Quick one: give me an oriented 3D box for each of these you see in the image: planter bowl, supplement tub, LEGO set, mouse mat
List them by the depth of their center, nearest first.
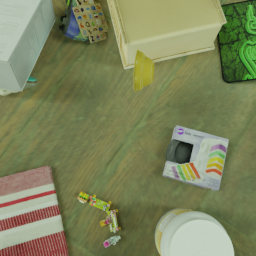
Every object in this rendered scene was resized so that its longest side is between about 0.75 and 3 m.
[{"bbox_3d":[0.383,-1.272,6.313,0.398,0.955,0.955,5,77,9],"label":"planter bowl"},{"bbox_3d":[1.457,2.690,6.506,1.519,2.104,1.519,0,77,0],"label":"supplement tub"},{"bbox_3d":[-0.681,2.263,7.371,0.759,0.614,1.649,-33,79,-7],"label":"LEGO set"},{"bbox_3d":[3.855,-2.728,8.493,2.160,0.101,2.684,-6,77,14],"label":"mouse mat"}]

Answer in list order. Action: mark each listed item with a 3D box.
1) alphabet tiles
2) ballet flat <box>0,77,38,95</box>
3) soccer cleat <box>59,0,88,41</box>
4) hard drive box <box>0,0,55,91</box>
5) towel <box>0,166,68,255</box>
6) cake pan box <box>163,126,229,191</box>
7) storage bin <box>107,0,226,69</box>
[{"bbox_3d":[-1.101,-3.261,8.439,1.074,0.041,1.291,-31,109,-39],"label":"alphabet tiles"},{"bbox_3d":[-3.810,-1.358,8.217,2.385,0.804,0.760,15,106,4],"label":"ballet flat"},{"bbox_3d":[-1.407,-3.843,8.798,1.036,0.800,2.476,19,72,-26],"label":"soccer cleat"},{"bbox_3d":[-3.656,-2.686,7.787,2.324,1.145,2.982,11,59,3],"label":"hard drive box"},{"bbox_3d":[-2.772,2.577,7.390,2.001,0.316,2.778,-13,79,-11],"label":"towel"},{"bbox_3d":[1.854,0.818,7.809,1.605,0.420,1.478,17,76,4],"label":"cake pan box"},{"bbox_3d":[0.948,-3.619,8.337,2.890,1.354,2.869,-13,77,-2],"label":"storage bin"}]
